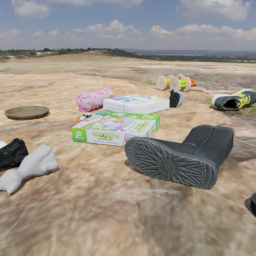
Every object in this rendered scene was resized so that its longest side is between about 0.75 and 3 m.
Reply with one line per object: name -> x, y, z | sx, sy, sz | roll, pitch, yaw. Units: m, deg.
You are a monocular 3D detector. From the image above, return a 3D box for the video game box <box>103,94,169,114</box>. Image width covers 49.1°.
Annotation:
video game box -> 0.386, -1.106, 13.085 | 2.341, 0.548, 2.133 | -16, 25, -41

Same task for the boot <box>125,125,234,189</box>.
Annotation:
boot -> 1.485, 0.411, 7.323 | 2.250, 0.896, 2.729 | 20, 28, 21

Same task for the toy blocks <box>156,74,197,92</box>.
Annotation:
toy blocks -> 3.587, -3.023, 18.646 | 2.666, 0.968, 2.222 | -12, 20, -35

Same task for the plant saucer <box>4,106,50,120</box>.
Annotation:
plant saucer -> -4.320, -0.651, 12.035 | 1.849, 0.272, 1.849 | 1, 17, 0

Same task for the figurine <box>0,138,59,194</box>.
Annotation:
figurine -> -2.662, 0.914, 6.470 | 1.541, 0.663, 1.503 | 10, 27, 28

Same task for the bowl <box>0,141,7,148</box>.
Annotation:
bowl -> -3.630, 0.708, 7.222 | 1.017, 0.457, 1.017 | 1, 17, 0

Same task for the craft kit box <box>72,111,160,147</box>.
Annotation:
craft kit box -> -0.286, -0.019, 9.542 | 2.381, 0.585, 2.411 | 7, 18, 15

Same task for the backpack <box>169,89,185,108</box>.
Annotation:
backpack -> 2.391, -1.444, 13.883 | 0.678, 0.894, 1.071 | 27, 22, 15

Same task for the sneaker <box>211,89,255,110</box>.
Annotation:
sneaker -> 5.152, -1.190, 13.097 | 2.342, 0.872, 0.991 | -11, 24, -4

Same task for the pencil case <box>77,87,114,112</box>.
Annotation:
pencil case -> -1.506, -1.402, 13.424 | 0.935, 0.935, 2.139 | 9, 20, 28

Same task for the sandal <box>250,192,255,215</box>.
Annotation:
sandal -> 3.667, 1.238, 5.092 | 2.804, 0.671, 1.054 | -3, 17, -10

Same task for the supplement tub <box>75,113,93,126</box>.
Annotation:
supplement tub -> -1.585, -0.221, 10.208 | 0.501, 0.501, 0.818 | 5, 17, 15
